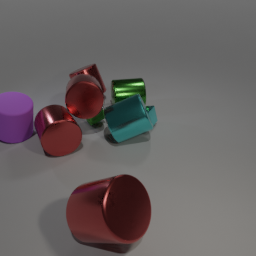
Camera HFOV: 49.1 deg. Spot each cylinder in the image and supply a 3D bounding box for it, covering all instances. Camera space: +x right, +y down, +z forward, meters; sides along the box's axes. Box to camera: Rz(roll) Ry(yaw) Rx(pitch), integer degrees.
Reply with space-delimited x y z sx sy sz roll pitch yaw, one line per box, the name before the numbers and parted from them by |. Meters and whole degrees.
cylinder | -2.490 0.061 9.924 1.400 1.400 1.400 -13 32 -22
cylinder | -1.934 -2.204 13.530 1.400 1.400 1.400 -20 19 7
cylinder | -1.387 -0.564 11.587 0.700 0.700 0.700 -29 38 -16
cylinder | -0.005 -1.528 12.742 1.400 1.400 1.400 -6 30 -9
cylinder | 0.031 -0.350 10.244 1.400 1.400 1.400 -23 29 8
cylinder | -4.262 -0.397 10.434 1.400 1.400 1.400 10 40 -8
cylinder | -0.435 1.836 6.283 1.400 1.400 1.400 -22 10 43
cylinder | -1.636 -1.212 10.523 1.400 1.400 1.400 -5 23 -9

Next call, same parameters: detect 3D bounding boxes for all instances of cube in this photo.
cube | 0.708 -0.450 11.409 0.700 0.700 0.700 -1 26 29
